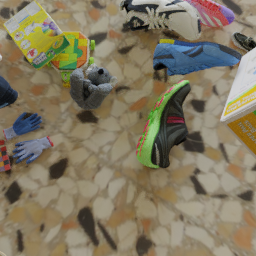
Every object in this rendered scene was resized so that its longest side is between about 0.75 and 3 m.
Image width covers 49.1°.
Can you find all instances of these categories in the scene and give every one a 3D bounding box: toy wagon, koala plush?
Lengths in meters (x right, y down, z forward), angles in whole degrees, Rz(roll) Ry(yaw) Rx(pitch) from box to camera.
[{"bbox_3d":[-1.920,-2.323,9.390,1.546,0.394,1.992,0,71,0],"label":"toy wagon"},{"bbox_3d":[-1.052,-1.405,8.826,1.266,1.312,1.428,27,53,-1],"label":"koala plush"}]

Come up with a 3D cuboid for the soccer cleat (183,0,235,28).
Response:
[{"bbox_3d":[2.516,-4.244,9.737,2.516,0.962,0.839,21,73,7],"label":"soccer cleat"}]

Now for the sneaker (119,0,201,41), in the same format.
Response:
[{"bbox_3d":[0.865,-3.645,9.424,1.943,1.192,2.986,-36,75,-10],"label":"sneaker"}]

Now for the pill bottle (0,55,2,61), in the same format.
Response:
[{"bbox_3d":[-5.354,-1.851,8.611,2.563,1.439,1.439,-42,76,-3],"label":"pill bottle"}]

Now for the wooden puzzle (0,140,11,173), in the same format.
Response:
[{"bbox_3d":[-3.987,0.998,8.435,0.763,0.090,1.287,-19,73,-6],"label":"wooden puzzle"}]

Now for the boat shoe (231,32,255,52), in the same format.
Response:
[{"bbox_3d":[4.129,-2.890,9.542,0.475,0.467,1.317,-43,77,-13],"label":"boat shoe"}]

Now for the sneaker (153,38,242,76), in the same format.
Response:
[{"bbox_3d":[1.590,-1.628,6.935,2.403,0.792,0.942,22,94,44],"label":"sneaker"}]

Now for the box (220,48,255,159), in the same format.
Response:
[{"bbox_3d":[3.047,-0.674,5.475,1.506,1.357,2.678,45,47,-9],"label":"box"}]

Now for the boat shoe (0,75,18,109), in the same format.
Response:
[{"bbox_3d":[-3.352,-0.387,6.189,0.968,2.819,1.186,34,63,-32],"label":"boat shoe"}]

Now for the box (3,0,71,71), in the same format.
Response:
[{"bbox_3d":[-2.937,-2.992,9.218,1.437,0.592,2.449,-38,64,-1],"label":"box"}]

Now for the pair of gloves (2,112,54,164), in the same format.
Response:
[{"bbox_3d":[-3.103,0.275,8.643,1.272,0.180,1.582,-26,74,-10],"label":"pair of gloves"}]

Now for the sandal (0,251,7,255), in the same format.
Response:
[{"bbox_3d":[-3.792,3.380,7.368,1.812,0.596,0.664,42,76,13],"label":"sandal"}]

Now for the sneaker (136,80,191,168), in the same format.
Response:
[{"bbox_3d":[1.243,-0.110,8.438,1.224,1.122,2.923,28,76,-10],"label":"sneaker"}]
